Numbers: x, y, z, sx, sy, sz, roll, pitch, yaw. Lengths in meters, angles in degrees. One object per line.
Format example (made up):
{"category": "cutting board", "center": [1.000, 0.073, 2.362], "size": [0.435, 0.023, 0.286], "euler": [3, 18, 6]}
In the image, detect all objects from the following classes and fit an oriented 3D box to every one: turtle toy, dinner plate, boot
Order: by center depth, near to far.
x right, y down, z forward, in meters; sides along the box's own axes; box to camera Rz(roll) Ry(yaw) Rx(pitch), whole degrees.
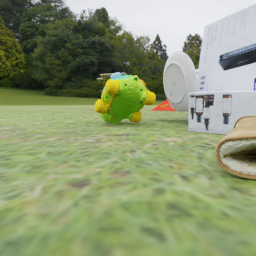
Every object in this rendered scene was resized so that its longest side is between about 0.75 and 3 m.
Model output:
{"category": "boot", "center": [1.846, 0.184, 3.118], "size": [1.505, 0.568, 1.719], "euler": [-2, 7, 24]}
{"category": "dinner plate", "center": [1.338, -1.243, 7.689], "size": [0.202, 1.668, 1.668], "euler": [-10, 9, -20]}
{"category": "turtle toy", "center": [-0.242, -0.859, 8.696], "size": [1.572, 1.090, 2.157], "euler": [15, -46, -24]}

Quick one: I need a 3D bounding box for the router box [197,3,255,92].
{"category": "router box", "center": [3.033, -1.621, 6.889], "size": [0.722, 2.955, 2.652], "euler": [26, -24, -36]}

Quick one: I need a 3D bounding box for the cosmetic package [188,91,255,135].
{"category": "cosmetic package", "center": [2.349, -0.308, 5.895], "size": [0.584, 0.953, 2.308], "euler": [-10, 10, -40]}

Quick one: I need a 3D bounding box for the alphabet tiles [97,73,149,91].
{"category": "alphabet tiles", "center": [-0.153, -1.429, 9.339], "size": [1.421, 0.054, 1.707], "euler": [2, -15, 24]}

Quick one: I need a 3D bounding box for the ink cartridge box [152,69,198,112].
{"category": "ink cartridge box", "center": [2.234, -1.394, 9.748], "size": [2.356, 0.591, 2.715], "euler": [-32, 16, -19]}
